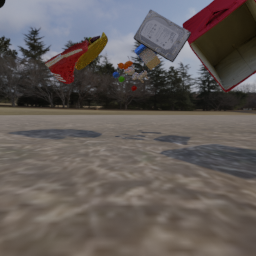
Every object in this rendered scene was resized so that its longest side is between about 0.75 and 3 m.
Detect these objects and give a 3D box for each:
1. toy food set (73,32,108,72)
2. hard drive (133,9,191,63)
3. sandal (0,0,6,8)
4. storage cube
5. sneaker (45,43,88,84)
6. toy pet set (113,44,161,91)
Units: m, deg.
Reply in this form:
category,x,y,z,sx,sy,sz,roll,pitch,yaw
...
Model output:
category,x,y,z,sx,sy,sz,roll,pitch,yaw
toy food set,-1.894,-3.315,11.884,2.523,0.824,1.484,-48,-1,-34
hard drive,0.907,-2.473,7.540,1.291,0.902,0.244,35,9,9
sandal,-3.807,-3.754,6.682,0.777,0.495,2.067,-36,-35,12
storage cube,3.198,-2.881,8.863,2.039,2.385,2.144,-35,26,25
sneaker,-2.129,-2.433,10.764,1.998,1.154,0.783,-13,31,33
toy pet set,0.224,-2.192,9.265,1.498,0.852,1.605,-38,-22,13
